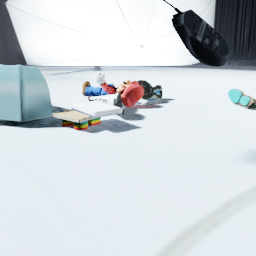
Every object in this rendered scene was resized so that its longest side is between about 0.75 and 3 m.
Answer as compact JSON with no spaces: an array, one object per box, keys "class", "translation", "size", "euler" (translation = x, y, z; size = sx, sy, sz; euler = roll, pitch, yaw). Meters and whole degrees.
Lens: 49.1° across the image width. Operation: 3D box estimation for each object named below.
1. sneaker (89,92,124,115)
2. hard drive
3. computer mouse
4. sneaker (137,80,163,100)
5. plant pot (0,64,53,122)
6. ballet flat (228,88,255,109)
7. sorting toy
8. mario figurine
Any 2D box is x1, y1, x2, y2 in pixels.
[{"class":"sneaker","translation":[-0.886,-0.860,10.909],"size":[1.338,0.878,2.326],"euler":[-11,10,-2]},{"class":"hard drive","translation":[-1.050,-0.640,9.228],"size":[1.019,0.196,1.545],"euler":[-11,20,-36]},{"class":"computer mouse","translation":[0.668,-1.976,4.872],"size":[0.471,2.768,0.811],"euler":[-40,16,48]},{"class":"sneaker","translation":[0.726,-1.737,13.714],"size":[1.053,0.917,2.340],"euler":[-4,-6,39]},{"class":"plant pot","translation":[-3.836,-1.269,9.794],"size":[1.779,1.817,1.783],"euler":[6,10,17]},{"class":"ballet flat","translation":[5.187,-1.238,12.491],"size":[0.747,0.673,1.983],"euler":[20,17,-14]},{"class":"sorting toy","translation":[-1.575,-0.295,9.200],"size":[1.270,0.442,1.263],"euler":[12,20,35]},{"class":"mario figurine","translation":[-0.578,-1.795,12.740],"size":[2.799,1.484,1.728],"euler":[6,15,24]}]
